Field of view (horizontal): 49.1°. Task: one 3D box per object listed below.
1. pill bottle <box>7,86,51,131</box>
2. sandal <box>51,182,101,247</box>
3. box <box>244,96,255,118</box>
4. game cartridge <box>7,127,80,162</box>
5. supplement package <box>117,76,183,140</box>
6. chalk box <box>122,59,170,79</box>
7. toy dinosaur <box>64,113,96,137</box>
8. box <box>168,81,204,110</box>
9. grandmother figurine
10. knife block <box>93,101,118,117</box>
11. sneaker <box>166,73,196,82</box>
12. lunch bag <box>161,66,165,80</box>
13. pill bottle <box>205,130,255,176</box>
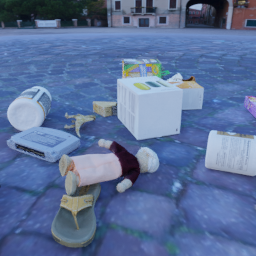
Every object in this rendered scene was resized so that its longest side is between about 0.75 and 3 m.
[{"bbox_3d":[-3.685,-0.827,10.820,1.274,1.274,2.189,-1,23,-3],"label":"pill bottle"},{"bbox_3d":[-1.058,1.607,6.039,0.904,0.608,2.252,1,24,3],"label":"sandal"},{"bbox_3d":[6.060,-0.686,11.408,1.782,0.509,2.605,1,24,3],"label":"box"},{"bbox_3d":[-2.639,0.457,8.995,2.062,0.421,1.372,13,30,28],"label":"game cartridge"},{"bbox_3d":[0.722,-0.835,10.325,1.669,1.657,2.199,-8,25,-18],"label":"supplement package"},{"bbox_3d":[0.977,-2.840,15.109,2.511,1.555,1.563,-1,23,-4],"label":"chalk box"},{"bbox_3d":[-1.791,-0.256,10.230,1.027,0.591,2.030,0,18,12],"label":"toy dinosaur"},{"bbox_3d":[2.171,-1.461,12.590,2.045,0.997,1.272,-3,24,-7],"label":"box"},{"bbox_3d":[-0.336,0.932,7.107,2.653,0.803,1.609,-2,57,-32],"label":"grandmother figurine"},{"bbox_3d":[-0.699,-0.871,11.960,1.185,0.432,1.350,-16,28,-34],"label":"knife block"},{"bbox_3d":[2.083,-2.190,14.109,2.734,1.157,0.995,-5,26,-9],"label":"sneaker"},{"bbox_3d":[1.674,-3.455,17.343,1.234,0.860,1.035,3,25,7],"label":"lunch bag"},{"bbox_3d":[3.099,0.703,7.516,1.876,1.073,1.073,8,25,19],"label":"pill bottle"}]
